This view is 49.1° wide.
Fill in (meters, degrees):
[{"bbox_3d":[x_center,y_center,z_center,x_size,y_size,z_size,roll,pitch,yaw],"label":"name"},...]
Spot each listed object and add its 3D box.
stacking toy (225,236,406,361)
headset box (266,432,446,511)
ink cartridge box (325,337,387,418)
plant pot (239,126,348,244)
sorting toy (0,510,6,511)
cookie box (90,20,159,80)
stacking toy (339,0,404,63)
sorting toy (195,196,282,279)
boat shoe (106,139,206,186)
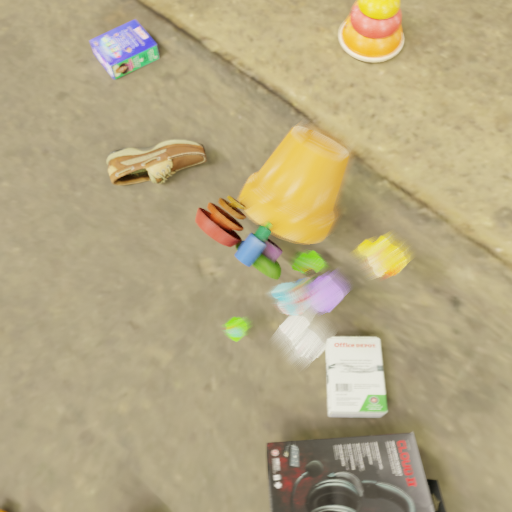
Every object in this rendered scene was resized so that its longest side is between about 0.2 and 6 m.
[{"bbox_3d":[0.783,0.650,8.554,1.985,2.633,0.619,-41,103,-25],"label":"stacking toy"},{"bbox_3d":[1.406,3.556,7.834,2.430,0.938,1.808,-4,48,0],"label":"headset box"},{"bbox_3d":[1.594,1.964,9.087,0.890,0.504,1.214,1,63,1],"label":"ink cartridge box"},{"bbox_3d":[0.687,-1.169,8.634,1.504,1.377,1.504,21,25,-11],"label":"plant pot"},{"bbox_3d":[-3.624,5.038,7.678,1.970,0.354,2.644,12,64,11],"label":"sorting toy"},{"bbox_3d":[-2.900,-4.567,12.400,1.151,0.433,0.985,-32,68,-15],"label":"cookie box"},{"bbox_3d":[2.594,-5.299,11.900,1.453,1.989,1.453,0,63,0],"label":"stacking toy"},{"bbox_3d":[-0.091,-0.330,8.475,1.698,1.020,0.697,34,99,-26],"label":"sorting toy"},{"bbox_3d":[-1.928,-1.729,10.881,1.950,0.738,0.720,-8,69,5],"label":"boat shoe"}]
